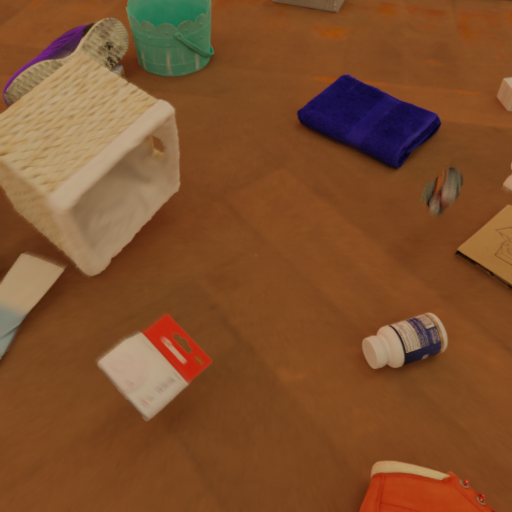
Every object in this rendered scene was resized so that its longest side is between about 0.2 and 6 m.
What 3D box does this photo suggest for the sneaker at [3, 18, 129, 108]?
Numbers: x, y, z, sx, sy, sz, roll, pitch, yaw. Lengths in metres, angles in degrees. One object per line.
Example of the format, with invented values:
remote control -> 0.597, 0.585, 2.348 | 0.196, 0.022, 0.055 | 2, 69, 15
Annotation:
sneaker -> -3.934, -3.741, 11.233 | 1.413, 0.988, 2.842 | 19, 56, 41

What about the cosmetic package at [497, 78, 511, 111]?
cosmetic package -> 5.084, -3.172, 10.972 | 0.434, 0.434, 0.527 | -5, 48, -6

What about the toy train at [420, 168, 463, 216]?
toy train -> 2.604, -0.908, 7.802 | 0.395, 0.528, 0.926 | 45, 31, -1

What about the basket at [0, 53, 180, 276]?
basket -> -2.273, -1.179, 7.549 | 1.628, 2.007, 2.025 | 34, 67, 11

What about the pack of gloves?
pack of gloves -> -3.788, 0.762, 7.495 | 1.671, 0.392, 1.989 | 19, 57, 11

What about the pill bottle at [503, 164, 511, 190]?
pill bottle -> 3.323, -1.113, 6.569 | 0.482, 0.866, 0.482 | 28, 17, -9

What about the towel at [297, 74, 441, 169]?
towel -> 2.085, -2.571, 10.330 | 2.242, 0.555, 1.656 | 31, 53, 25

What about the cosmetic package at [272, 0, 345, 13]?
cosmetic package -> 1.365, -6.798, 14.101 | 1.797, 0.811, 0.960 | 16, 53, 11

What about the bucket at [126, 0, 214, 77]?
bucket -> -1.789, -4.772, 11.924 | 1.877, 1.221, 1.877 | 0, 48, 0

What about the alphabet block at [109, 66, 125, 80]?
alphabet block -> -2.896, -3.703, 11.542 | 0.314, 0.322, 0.316 | 3, 48, 2

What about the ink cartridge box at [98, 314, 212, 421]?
ink cartridge box -> -1.055, 1.133, 5.946 | 0.777, 0.273, 0.956 | 45, 66, 11

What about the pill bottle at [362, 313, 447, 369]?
pill bottle -> 1.832, 1.083, 6.974 | 0.946, 0.525, 0.525 | -15, 49, -13

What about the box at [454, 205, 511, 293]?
box -> 3.883, -0.096, 8.317 | 1.497, 0.159, 1.223 | -34, 56, -27

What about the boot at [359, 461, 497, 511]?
boot -> 2.181, 2.717, 5.242 | 2.507, 0.941, 1.344 | 11, 43, 12
